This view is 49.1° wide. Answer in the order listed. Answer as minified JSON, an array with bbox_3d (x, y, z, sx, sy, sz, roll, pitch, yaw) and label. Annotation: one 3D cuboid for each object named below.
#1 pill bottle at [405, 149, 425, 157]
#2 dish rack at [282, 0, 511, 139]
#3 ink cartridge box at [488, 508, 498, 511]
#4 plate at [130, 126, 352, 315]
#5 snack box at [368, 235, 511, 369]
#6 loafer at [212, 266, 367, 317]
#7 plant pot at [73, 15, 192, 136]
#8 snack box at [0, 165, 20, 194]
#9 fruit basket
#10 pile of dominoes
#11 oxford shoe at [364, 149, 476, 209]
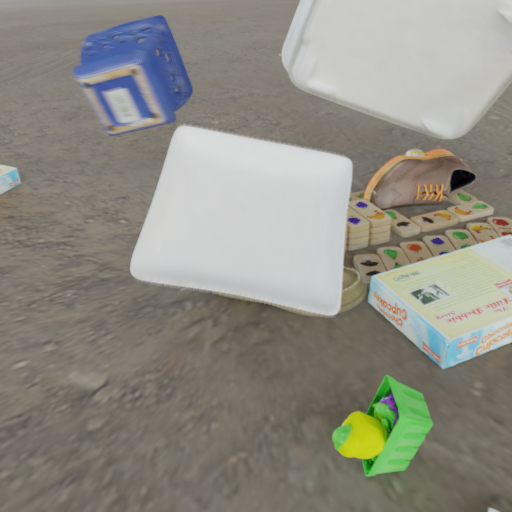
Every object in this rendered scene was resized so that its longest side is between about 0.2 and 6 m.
[{"bbox_3d":[3.290,-1.877,11.535,0.475,0.475,0.854,6,26,10],"label":"pill bottle"},{"bbox_3d":[2.476,-3.328,8.912,3.784,3.247,0.824,18,56,-7],"label":"dish rack"},{"bbox_3d":[1.998,2.637,4.406,0.586,0.335,1.130,16,35,25],"label":"ink cartridge box"},{"bbox_3d":[-0.062,-0.337,5.087,1.767,0.286,1.763,11,57,-1],"label":"plate"},{"bbox_3d":[3.087,0.519,7.688,2.663,0.494,1.547,-14,34,-22],"label":"snack box"},{"bbox_3d":[0.407,0.266,7.841,2.281,0.769,0.867,5,32,8],"label":"loafer"},{"bbox_3d":[-2.162,-3.040,9.807,1.567,1.567,1.409,-8,43,16],"label":"plant pot"},{"bbox_3d":[-5.925,-1.528,11.129,2.044,0.379,1.187,12,34,19],"label":"snack box"},{"bbox_3d":[1.133,1.676,5.434,0.956,0.956,0.689,0,32,0],"label":"fruit basket"},{"bbox_3d":[2.632,-0.738,9.667,3.640,0.580,2.837,-14,34,-21],"label":"pile of dominoes"},{"bbox_3d":[3.031,-1.346,10.265,2.462,0.878,0.898,-24,43,-26],"label":"oxford shoe"}]
